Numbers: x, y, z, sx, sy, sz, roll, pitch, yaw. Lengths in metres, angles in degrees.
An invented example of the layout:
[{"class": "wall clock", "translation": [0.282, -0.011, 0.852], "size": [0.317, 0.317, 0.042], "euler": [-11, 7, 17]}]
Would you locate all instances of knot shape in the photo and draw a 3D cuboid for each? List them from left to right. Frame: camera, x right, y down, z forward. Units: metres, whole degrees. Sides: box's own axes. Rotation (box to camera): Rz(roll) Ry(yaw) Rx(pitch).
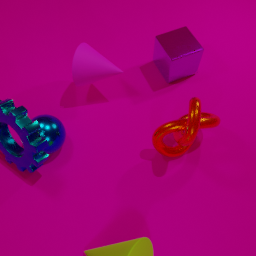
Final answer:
[{"class": "knot shape", "translation": [1.489, 0.082, 7.563], "size": [1.832, 1.958, 0.905], "euler": [-43, 74, 18]}]

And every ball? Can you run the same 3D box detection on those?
[{"class": "ball", "translation": [-2.289, 0.176, 7.768], "size": [1.116, 1.116, 1.116], "euler": [0, 62, 0]}]

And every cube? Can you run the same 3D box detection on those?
[{"class": "cube", "translation": [1.586, -2.368, 9.117], "size": [1.142, 1.142, 1.142], "euler": [-21, 63, -11]}]

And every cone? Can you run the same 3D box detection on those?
[{"class": "cone", "translation": [-0.761, -1.752, 8.273], "size": [1.323, 1.318, 1.318], "euler": [12, 62, 13]}, {"class": "cone", "translation": [-0.421, 3.041, 6.363], "size": [1.491, 1.485, 1.485], "euler": [6, 59, 31]}]

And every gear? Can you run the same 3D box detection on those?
[{"class": "gear", "translation": [-2.904, 0.228, 7.238], "size": [1.977, 1.977, 0.366], "euler": [33, 43, 16]}]
